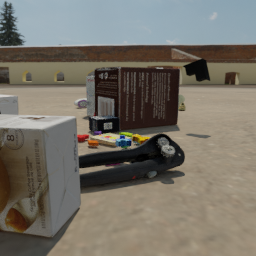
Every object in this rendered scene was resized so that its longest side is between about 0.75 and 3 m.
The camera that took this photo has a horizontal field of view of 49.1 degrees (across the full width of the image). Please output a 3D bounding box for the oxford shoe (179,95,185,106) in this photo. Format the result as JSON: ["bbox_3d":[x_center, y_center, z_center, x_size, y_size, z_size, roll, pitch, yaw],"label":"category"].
[{"bbox_3d":[2.820,-1.614,17.942,2.164,0.814,0.625,-20,-20,-41],"label":"oxford shoe"}]

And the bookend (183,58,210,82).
[{"bbox_3d":[2.494,-1.997,10.180,0.785,0.790,0.364,-16,-10,36],"label":"bookend"}]

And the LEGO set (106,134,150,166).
[{"bbox_3d":[0.136,0.445,6.729,1.578,0.602,0.648,-3,11,-22],"label":"LEGO set"}]

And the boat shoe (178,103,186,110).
[{"bbox_3d":[3.186,-1.252,16.431,0.443,0.382,1.213,3,11,17],"label":"boat shoe"}]

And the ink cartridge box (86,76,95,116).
[{"bbox_3d":[-1.114,-1.583,13.804,1.432,1.980,1.439,-8,13,-37],"label":"ink cartridge box"}]

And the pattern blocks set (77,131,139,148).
[{"bbox_3d":[-0.531,0.345,8.431,1.710,0.158,1.946,-9,14,-39],"label":"pattern blocks set"}]

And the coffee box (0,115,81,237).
[{"bbox_3d":[-2.019,0.547,3.976,2.471,1.413,0.985,1,12,14],"label":"coffee box"}]

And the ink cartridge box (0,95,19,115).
[{"bbox_3d":[-6.925,-1.079,13.629,2.471,1.058,1.824,7,12,23],"label":"ink cartridge box"}]

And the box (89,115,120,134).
[{"bbox_3d":[-0.847,-0.133,9.968,0.871,0.537,0.864,-5,12,-25],"label":"box"}]

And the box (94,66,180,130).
[{"bbox_3d":[0.311,-1.320,11.544,2.799,2.299,2.322,-6,12,-29],"label":"box"}]

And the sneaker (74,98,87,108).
[{"bbox_3d":[-2.574,-1.686,17.916,1.860,0.696,0.926,-8,13,-38],"label":"sneaker"}]

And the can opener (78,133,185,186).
[{"bbox_3d":[0.034,0.703,5.463,2.500,0.983,0.792,-10,53,-30],"label":"can opener"}]
